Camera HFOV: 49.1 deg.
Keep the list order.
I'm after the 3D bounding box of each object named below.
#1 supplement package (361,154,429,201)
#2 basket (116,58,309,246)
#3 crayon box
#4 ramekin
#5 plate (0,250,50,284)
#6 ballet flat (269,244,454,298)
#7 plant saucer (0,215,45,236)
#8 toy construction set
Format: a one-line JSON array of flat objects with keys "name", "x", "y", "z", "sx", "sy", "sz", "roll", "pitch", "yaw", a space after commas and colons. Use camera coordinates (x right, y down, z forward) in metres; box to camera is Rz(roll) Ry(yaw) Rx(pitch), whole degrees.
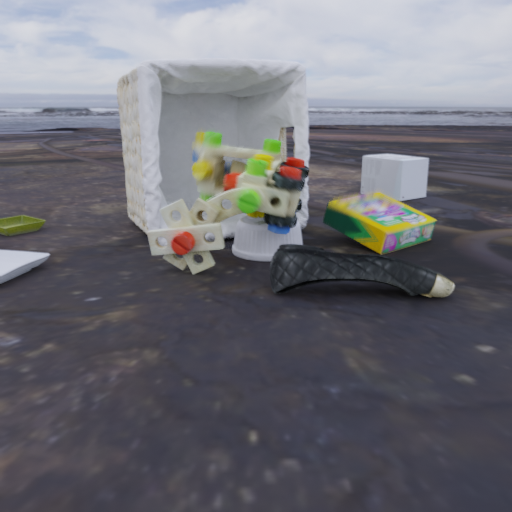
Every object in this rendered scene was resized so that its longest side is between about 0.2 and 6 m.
[{"name": "supplement package", "x": 3.618, "y": -2.082, "z": 14.706, "sx": 1.036, "sy": 1.044, "sz": 1.375, "roll": -11, "pitch": 19, "yaw": -34}, {"name": "basket", "x": -0.939, "y": -2.033, "z": 10.856, "sx": 3.183, "sy": 3.155, "sz": 2.560, "roll": -8, "pitch": 14, "yaw": -26}, {"name": "crayon box", "x": 2.229, "y": -0.619, "z": 10.086, "sx": 1.561, "sy": 0.455, "sz": 1.347, "roll": -14, "pitch": 37, "yaw": -40}, {"name": "ramekin", "x": 0.202, "y": -0.333, "z": 9.360, "sx": 1.234, "sy": 0.575, "sz": 1.234, "roll": 0, "pitch": 16, "yaw": 0}, {"name": "plate", "x": -3.943, "y": 0.180, "z": 8.212, "sx": 1.307, "sy": 0.212, "sz": 1.310, "roll": 3, "pitch": 16, "yaw": 15}, {"name": "ballet flat", "x": 1.366, "y": 0.318, "z": 7.399, "sx": 2.394, "sy": 0.680, "sz": 0.796, "roll": 7, "pitch": -8, "yaw": 7}, {"name": "plant saucer", "x": -4.706, "y": -0.576, "z": 10.910, "sx": 0.870, "sy": 0.208, "sz": 0.871, "roll": 12, "pitch": 19, "yaw": 37}, {"name": "toy construction set", "x": -0.372, "y": -1.081, "z": 9.055, "sx": 2.274, "sy": 1.598, "sz": 3.468, "roll": 12, "pitch": 33, "yaw": 5}]
